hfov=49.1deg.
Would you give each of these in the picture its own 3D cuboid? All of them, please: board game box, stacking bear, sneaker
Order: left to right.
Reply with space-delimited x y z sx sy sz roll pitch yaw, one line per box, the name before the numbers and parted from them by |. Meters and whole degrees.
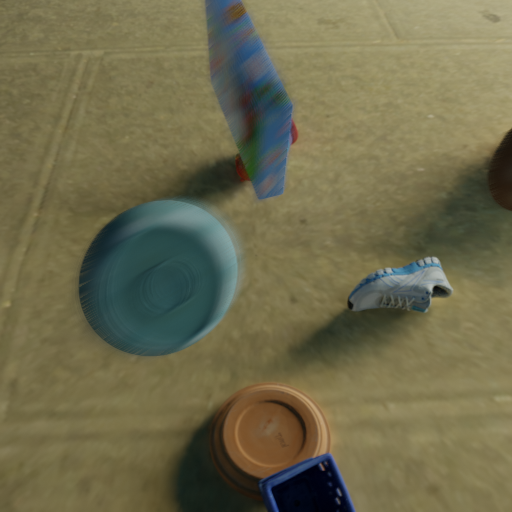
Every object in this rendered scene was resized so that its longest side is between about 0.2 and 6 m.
board game box | -0.159 -2.379 8.144 0.461 1.906 2.520 -16 63 -9
stacking bear | 0.131 -2.202 11.682 0.902 0.963 1.586 42 61 -12
sneaker | 2.406 0.620 9.165 1.873 0.702 0.812 -17 55 -15

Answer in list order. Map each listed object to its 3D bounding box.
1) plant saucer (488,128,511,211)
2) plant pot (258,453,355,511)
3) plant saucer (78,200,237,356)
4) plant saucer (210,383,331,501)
plant saucer | 3.174 -0.980 5.677 1.582 1.582 0.289 -8 44 -7
plant pot | 0.563 2.968 6.709 0.930 0.836 0.930 -19 77 -16
plant saucer | -0.967 0.297 5.996 1.774 1.774 0.243 -23 25 -20
plant saucer | 0.196 2.475 7.688 1.675 0.270 1.675 0 48 0
